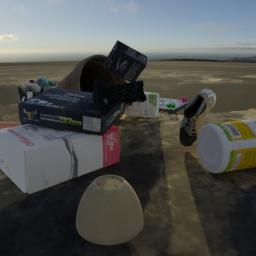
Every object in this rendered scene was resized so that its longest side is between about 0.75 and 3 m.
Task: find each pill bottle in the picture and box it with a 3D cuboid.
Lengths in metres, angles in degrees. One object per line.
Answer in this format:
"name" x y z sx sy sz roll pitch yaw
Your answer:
"pill bottle" 3.035 0.411 7.232 2.209 1.227 1.227 -6 18 -18

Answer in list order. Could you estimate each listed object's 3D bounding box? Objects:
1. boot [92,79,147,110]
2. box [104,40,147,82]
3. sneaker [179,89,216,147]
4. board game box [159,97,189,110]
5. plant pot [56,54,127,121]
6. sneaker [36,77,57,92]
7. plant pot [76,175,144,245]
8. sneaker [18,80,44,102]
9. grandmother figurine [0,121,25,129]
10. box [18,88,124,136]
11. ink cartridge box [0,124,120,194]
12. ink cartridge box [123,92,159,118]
"boot" -0.212 -0.898 6.716 1.193 0.539 1.456 -13 26 2
"box" -0.084 -2.290 9.748 1.238 0.916 0.646 26 42 -18
"sneaker" 1.780 -0.230 8.053 0.708 1.888 1.090 31 26 26
"board game box" 1.839 -1.425 14.810 2.145 0.277 2.144 10 19 30
"plant pot" -1.704 -1.413 11.517 2.350 2.708 2.708 -6 9 41
"sneaker" -3.483 -1.587 12.947 0.996 1.108 2.566 8 -6 7
"plant pot" -0.328 1.326 4.978 1.226 0.823 1.226 0 18 0
"sneaker" -3.763 -1.152 11.443 1.065 1.736 2.667 0 17 -2
"grandmother figurine" -3.670 -0.030 9.768 2.131 0.645 1.292 -8 28 -15
"box" -1.405 -0.509 7.435 2.257 0.576 1.780 10 22 13
"ink cartridge box" -1.760 0.499 7.202 2.553 1.057 1.871 -14 23 -40
"ink cartridge box" 0.443 -1.055 12.288 1.770 1.037 0.596 6 18 17
